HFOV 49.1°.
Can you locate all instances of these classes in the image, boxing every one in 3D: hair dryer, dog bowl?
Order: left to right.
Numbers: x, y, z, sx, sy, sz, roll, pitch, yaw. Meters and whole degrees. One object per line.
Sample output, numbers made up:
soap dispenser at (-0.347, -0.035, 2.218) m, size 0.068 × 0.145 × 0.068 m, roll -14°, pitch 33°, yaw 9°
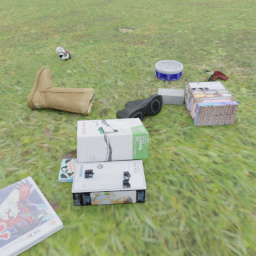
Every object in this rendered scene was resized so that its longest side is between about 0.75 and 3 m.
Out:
dog bowl at (2.222, -3.145, 15.276) m, size 1.478 × 0.582 × 1.478 m, roll 0°, pitch 36°, yaw 0°
hair dryer at (4.700, -2.692, 14.983) m, size 1.302 × 0.354 × 0.992 m, roll 1°, pitch 53°, yaw 9°

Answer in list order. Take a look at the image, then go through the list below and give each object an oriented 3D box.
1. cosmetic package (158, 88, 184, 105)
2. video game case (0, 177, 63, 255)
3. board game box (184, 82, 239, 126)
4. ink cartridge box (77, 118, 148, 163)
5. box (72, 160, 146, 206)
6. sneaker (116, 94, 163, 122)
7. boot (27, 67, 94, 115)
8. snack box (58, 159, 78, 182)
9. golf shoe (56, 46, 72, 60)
cosmetic package at (1.978, -1.459, 13.005) m, size 1.201 × 0.541 × 0.641 m, roll 8°, pitch 37°, yaw 6°
video game case at (-3.221, 2.475, 7.741) m, size 2.038 × 0.257 × 2.237 m, roll -24°, pitch 42°, yaw -30°
board game box at (3.483, -1.092, 12.060) m, size 1.634 × 0.992 × 2.049 m, roll -2°, pitch 36°, yaw -3°
ink cartridge box at (-0.606, 0.379, 9.641) m, size 2.300 × 0.970 × 1.680 m, roll -3°, pitch 19°, yaw -9°
box at (-0.561, 1.654, 8.549) m, size 2.134 × 0.642 × 1.245 m, roll -1°, pitch 36°, yaw -2°
sneaker at (0.519, -0.906, 11.952) m, size 2.458 × 0.934 × 1.116 m, roll -28°, pitch 37°, yaw -37°
boot at (-2.878, -1.691, 12.771) m, size 2.796 × 0.925 × 2.449 m, roll 4°, pitch 61°, yaw 8°
snack box at (-1.961, 1.400, 9.305) m, size 0.547 × 0.175 × 0.941 m, roll -1°, pitch 36°, yaw -2°
golf shoe at (-4.148, -4.665, 17.440) m, size 0.650 × 0.570 × 1.476 m, roll -35°, pitch 47°, yaw -29°
